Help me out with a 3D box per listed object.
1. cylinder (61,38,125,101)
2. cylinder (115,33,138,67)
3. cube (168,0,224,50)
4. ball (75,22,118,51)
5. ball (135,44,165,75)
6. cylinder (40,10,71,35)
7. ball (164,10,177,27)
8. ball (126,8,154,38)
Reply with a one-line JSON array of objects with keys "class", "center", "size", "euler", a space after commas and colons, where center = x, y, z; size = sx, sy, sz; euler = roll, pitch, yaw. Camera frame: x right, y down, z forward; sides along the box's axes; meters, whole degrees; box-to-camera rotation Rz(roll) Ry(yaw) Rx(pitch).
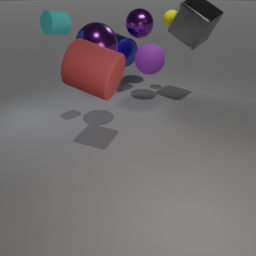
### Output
[{"class": "cylinder", "center": [-0.977, -1.682, 8.087], "size": [1.400, 1.400, 1.400], "euler": [23, 33, 9]}, {"class": "cylinder", "center": [-0.443, -3.954, 14.155], "size": [1.400, 1.400, 1.400], "euler": [-17, 35, -29]}, {"class": "cube", "center": [2.787, -4.403, 11.628], "size": [1.400, 1.400, 1.400], "euler": [41, 52, 11]}, {"class": "ball", "center": [-1.028, -2.728, 9.201], "size": [1.400, 1.400, 1.400], "euler": [0, 28, 0]}, {"class": "ball", "center": [1.006, -3.190, 12.996], "size": [1.400, 1.400, 1.400], "euler": [0, 28, 0]}, {"class": "cylinder", "center": [-2.267, -3.287, 8.784], "size": [0.700, 0.700, 0.700], "euler": [23, 27, 36]}, {"class": "ball", "center": [1.932, -4.852, 12.407], "size": [0.700, 0.700, 0.700], "euler": [0, 28, 0]}, {"class": "ball", "center": [0.575, -5.221, 13.996], "size": [1.400, 1.400, 1.400], "euler": [0, 28, 0]}]
